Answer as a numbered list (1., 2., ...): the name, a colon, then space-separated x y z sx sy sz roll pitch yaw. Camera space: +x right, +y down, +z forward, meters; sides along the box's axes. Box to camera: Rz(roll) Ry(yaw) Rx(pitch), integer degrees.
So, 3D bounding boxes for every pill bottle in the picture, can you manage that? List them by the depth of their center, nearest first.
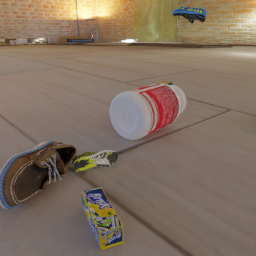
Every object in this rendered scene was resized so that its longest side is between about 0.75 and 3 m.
1. pill bottle: 0.848 -0.717 10.006 1.611 1.611 2.869 17 26 37

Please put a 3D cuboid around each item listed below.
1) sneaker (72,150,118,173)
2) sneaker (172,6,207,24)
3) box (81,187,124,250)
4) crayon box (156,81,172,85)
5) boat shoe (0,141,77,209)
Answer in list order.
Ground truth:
1. sneaker: -0.918 0.803 7.661 1.299 0.484 0.549 -10 23 -23
2. sneaker: 2.423 -4.502 11.216 1.518 0.629 0.538 23 57 35
3. box: -0.529 1.700 5.455 0.465 0.427 1.329 -9 24 -20
4. crayon box: 2.072 -2.568 16.549 0.984 0.250 0.624 -18 27 -37
5. boat shoe: -1.993 0.892 6.555 0.961 0.959 2.654 -9 19 13
